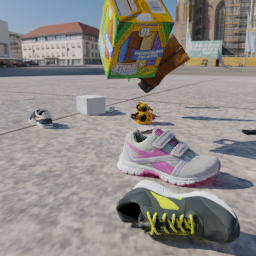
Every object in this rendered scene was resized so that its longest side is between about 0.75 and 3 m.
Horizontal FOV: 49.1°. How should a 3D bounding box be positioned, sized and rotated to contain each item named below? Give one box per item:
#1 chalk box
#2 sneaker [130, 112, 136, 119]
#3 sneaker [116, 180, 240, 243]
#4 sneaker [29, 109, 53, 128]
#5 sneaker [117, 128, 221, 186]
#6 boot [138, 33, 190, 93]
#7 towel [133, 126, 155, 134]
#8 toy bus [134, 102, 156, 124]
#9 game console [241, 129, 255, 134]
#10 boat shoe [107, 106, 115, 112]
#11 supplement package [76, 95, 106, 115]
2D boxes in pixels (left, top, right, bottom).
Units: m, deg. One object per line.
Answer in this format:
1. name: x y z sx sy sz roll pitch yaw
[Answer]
1. chalk box: 0.045 -2.643 8.802 1.671 2.695 1.682 -5 56 -19
2. sneaker: 0.578 -0.582 13.386 0.946 0.381 0.353 10 15 36
3. sneaker: 0.689 1.477 4.537 2.137 0.796 0.904 1 17 45
4. sneaker: -3.838 -0.503 12.356 0.737 0.746 1.878 -13 17 -38
5. sneaker: 0.934 0.620 6.884 2.606 1.149 1.060 5 15 21
6. boot: 1.081 -3.343 13.094 2.743 2.582 0.939 -40 2 28
7. towel: 0.675 0.057 11.261 0.892 0.154 0.591 -11 18 -38
8. toy bus: 0.845 -0.670 12.646 0.929 0.968 0.657 3 14 -22
9. game console: 5.075 0.141 10.943 1.271 0.153 0.750 1 14 -2
10. boat shoe: -0.951 -1.073 15.598 0.291 0.264 0.792 4 14 15
11. supplement package: -1.984 -1.263 15.044 1.160 0.892 1.213 -9 17 -33
